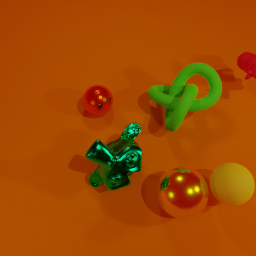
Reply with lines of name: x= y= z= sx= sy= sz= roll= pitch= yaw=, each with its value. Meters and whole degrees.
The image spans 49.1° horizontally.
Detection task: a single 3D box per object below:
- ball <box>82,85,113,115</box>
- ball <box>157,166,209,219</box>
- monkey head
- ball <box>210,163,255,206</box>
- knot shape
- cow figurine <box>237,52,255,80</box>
ball: x=-0.768 y=-0.710 z=7.160 sx=0.780 sy=0.780 sz=0.780 roll=0 pitch=60 yaw=0
ball: x=1.129 y=1.334 z=5.822 sx=1.060 sy=1.060 sz=1.060 roll=0 pitch=60 yaw=0
monkey head: x=-0.346 y=0.609 z=5.933 sx=1.278 sy=1.071 sz=1.777 roll=35 pitch=94 yaw=-23
ball: x=2.126 y=1.149 z=5.753 sx=0.863 sy=0.863 sz=0.863 roll=0 pitch=60 yaw=0
knot shape: x=1.249 y=-0.818 z=6.973 sx=1.801 sy=0.832 sz=1.686 roll=-49 pitch=36 yaw=-10
cow figurine: x=3.106 y=-1.556 z=6.976 sx=1.129 sy=0.630 sz=1.147 roll=2 pitch=35 yaw=-38
